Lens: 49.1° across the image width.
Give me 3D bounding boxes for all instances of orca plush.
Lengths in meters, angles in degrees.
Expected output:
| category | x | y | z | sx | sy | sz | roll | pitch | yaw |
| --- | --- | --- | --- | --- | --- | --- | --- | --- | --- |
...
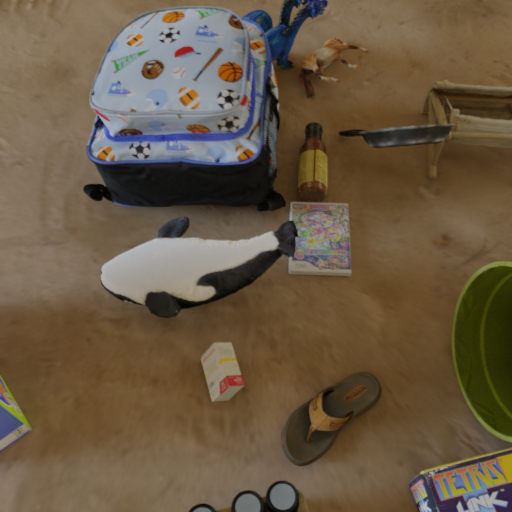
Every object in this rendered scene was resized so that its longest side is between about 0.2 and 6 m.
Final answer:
| category | x | y | z | sx | sy | sz | roll | pitch | yaw |
| --- | --- | --- | --- | --- | --- | --- | --- | --- | --- |
| orca plush | -0.796 | 0.217 | 8.899 | 3.157 | 1.122 | 1.661 | -24 | 56 | 5 |

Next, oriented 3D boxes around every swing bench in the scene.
| category | x | y | z | sx | sy | sz | roll | pitch | yaw |
| --- | --- | --- | --- | --- | --- | --- | --- | --- | --- |
| swing bench | 4.276 | -2.498 | 10.557 | 1.936 | 1.263 | 1.947 | 4 | 58 | 3 |

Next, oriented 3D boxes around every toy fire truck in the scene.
| category | x | y | z | sx | sy | sz | roll | pitch | yaw |
| --- | --- | --- | --- | --- | --- | --- | --- | --- | --- |
| toy fire truck | 0.039 | 3.930 | 6.761 | 1.579 | 1.154 | 1.794 | -13 | 49 | -8 |

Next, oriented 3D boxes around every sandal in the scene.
| category | x | y | z | sx | sy | sz | roll | pitch | yaw |
| --- | --- | --- | --- | --- | --- | --- | --- | --- | --- |
| sandal | 1.101 | 2.248 | 8.027 | 1.795 | 0.490 | 0.734 | -30 | 63 | -17 |

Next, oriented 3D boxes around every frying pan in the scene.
| category | x | y | z | sx | sy | sz | roll | pitch | yaw |
| --- | --- | --- | --- | --- | --- | --- | --- | --- | --- |
| frying pan | 2.159 | -2.088 | 9.818 | 2.565 | 0.418 | 1.552 | 4 | 12 | 42 |

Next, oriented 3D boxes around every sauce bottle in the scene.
| category | x | y | z | sx | sy | sz | roll | pitch | yaw |
| --- | --- | --- | --- | --- | --- | --- | --- | --- | --- |
| sauce bottle | 1.081 | -1.780 | 10.526 | 0.566 | 0.566 | 1.714 | 5 | 58 | 3 |

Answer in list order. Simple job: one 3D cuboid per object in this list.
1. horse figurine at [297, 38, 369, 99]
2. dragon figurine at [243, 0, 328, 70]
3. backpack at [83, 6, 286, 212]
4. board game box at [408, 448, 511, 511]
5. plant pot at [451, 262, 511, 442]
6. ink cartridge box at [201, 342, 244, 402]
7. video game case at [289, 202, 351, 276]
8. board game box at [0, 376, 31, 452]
| category | x | y | z | sx | sy | sz | roll | pitch | yaw |
| --- | --- | --- | --- | --- | --- | --- | --- | --- | --- |
| horse figurine | 1.506 | -4.143 | 12.022 | 1.829 | 0.457 | 1.212 | -41 | 55 | -16 |
| dragon figurine | 0.090 | -4.416 | 11.567 | 3.151 | 1.566 | 0.927 | -34 | 63 | -19 |
| backpack | -1.172 | -2.708 | 9.828 | 3.602 | 2.775 | 3.431 | 4 | 55 | 3 |
| board game box | 3.916 | 3.692 | 6.887 | 3.217 | 0.912 | 2.659 | -11 | 57 | -7 |
| plant pot | 4.397 | 1.295 | 7.765 | 2.291 | 2.379 | 2.379 | 2 | 57 | -13 |
| ink cartridge box | -0.509 | 1.713 | 8.309 | 0.302 | 0.526 | 0.725 | 4 | 52 | -35 |
| video game case | 1.113 | -0.322 | 9.845 | 1.054 | 0.133 | 1.472 | 2 | 58 | 2 |
| board game box | -4.359 | 0.914 | 6.908 | 0.852 | 3.806 | 2.559 | -35 | 65 | -20 |
